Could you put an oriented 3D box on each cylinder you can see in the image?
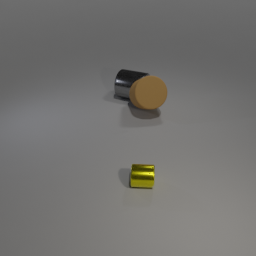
[{"bbox_3d":[0.450,1.454,8.547,0.700,0.700,0.700,2,31,3],"label":"cylinder"},{"bbox_3d":[0.857,-1.519,12.248,1.400,1.400,1.400,-5,5,-9],"label":"cylinder"},{"bbox_3d":[0.248,-2.106,13.788,1.400,1.400,1.400,15,34,23],"label":"cylinder"}]
